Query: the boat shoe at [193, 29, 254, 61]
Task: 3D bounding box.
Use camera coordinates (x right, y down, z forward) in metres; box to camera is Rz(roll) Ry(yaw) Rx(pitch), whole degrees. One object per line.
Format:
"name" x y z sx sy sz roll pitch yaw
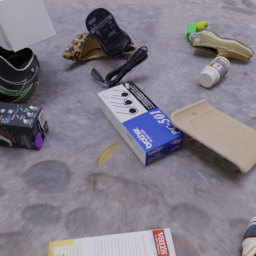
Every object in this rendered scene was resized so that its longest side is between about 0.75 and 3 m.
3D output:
"boat shoe" 3.688 -3.039 11.027 2.330 0.835 0.887 24 84 11

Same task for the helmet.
"helmet" -3.847 -1.631 8.748 2.059 2.160 2.160 15 34 -42

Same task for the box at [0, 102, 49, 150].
"box" -3.291 -0.077 8.067 1.654 1.011 0.877 6 47 4

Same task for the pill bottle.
"pill bottle" 3.084 -2.001 10.035 0.699 0.699 1.201 32 55 26

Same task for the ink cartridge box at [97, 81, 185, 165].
"ink cartridge box" 0.299 -0.279 8.501 1.327 0.624 2.822 -24 52 -21

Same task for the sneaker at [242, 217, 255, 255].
"sneaker" 3.619 2.876 5.354 2.843 1.115 1.129 20 45 31

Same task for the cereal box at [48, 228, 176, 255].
"cereal box" -0.266 3.101 5.518 2.627 0.519 1.890 -4 48 -4

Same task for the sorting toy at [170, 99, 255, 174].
"sorting toy" 2.624 0.154 7.934 2.407 0.439 2.228 39 38 25

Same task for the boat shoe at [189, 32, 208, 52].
"boat shoe" 3.035 -3.516 11.603 1.145 0.382 0.421 45 72 6

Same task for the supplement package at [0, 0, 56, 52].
"supplement package" -3.455 -3.416 8.895 1.397 1.415 2.333 -29 30 -18

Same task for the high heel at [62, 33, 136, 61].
"high heel" -1.033 -3.013 10.730 1.896 0.950 2.659 25 43 29

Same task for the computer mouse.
"computer mouse" -0.788 -2.876 10.283 2.068 0.678 2.945 -43 73 5

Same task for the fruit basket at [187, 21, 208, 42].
"fruit basket" 2.975 -4.162 11.976 0.974 0.703 0.974 -11 45 11
